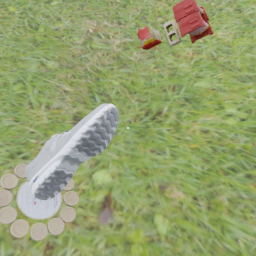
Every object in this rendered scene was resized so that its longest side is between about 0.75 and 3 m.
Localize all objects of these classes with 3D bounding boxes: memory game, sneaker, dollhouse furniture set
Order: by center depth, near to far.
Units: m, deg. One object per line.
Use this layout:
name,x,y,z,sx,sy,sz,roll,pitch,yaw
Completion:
sneaker,-0.674,0.157,3.205,1.332,0.498,0.546,-44,54,-12
memory game,-1.192,0.940,3.757,1.113,0.071,1.113,17,48,-20
dollhouse furniture set,0.992,-2.224,6.563,1.740,0.936,0.707,-19,87,31
